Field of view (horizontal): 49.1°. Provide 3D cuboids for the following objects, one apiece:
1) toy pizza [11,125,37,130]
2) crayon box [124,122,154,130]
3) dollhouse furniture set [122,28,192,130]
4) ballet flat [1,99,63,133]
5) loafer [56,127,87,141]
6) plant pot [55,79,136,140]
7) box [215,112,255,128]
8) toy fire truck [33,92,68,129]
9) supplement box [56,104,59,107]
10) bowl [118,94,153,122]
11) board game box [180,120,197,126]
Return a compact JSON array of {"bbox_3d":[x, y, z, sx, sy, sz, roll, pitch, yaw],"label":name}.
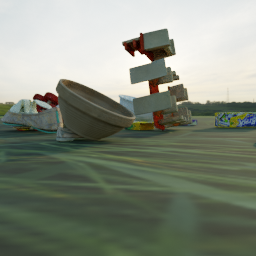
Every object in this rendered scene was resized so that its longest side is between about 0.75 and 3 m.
[{"bbox_3d":[-3.136,-0.028,9.062,1.212,0.192,1.212,-2,4,0],"label":"toy pizza"},{"bbox_3d":[0.409,-0.074,9.279,0.636,0.255,1.002,-2,3,-37],"label":"crayon box"},{"bbox_3d":[0.812,-1.400,8.750,1.533,2.943,2.976,-11,-11,21],"label":"dollhouse furniture set"},{"bbox_3d":[-2.818,-0.424,8.193,2.474,0.832,0.842,8,13,30],"label":"ballet flat"},{"bbox_3d":[-1.081,0.101,5.728,0.331,0.289,0.921,2,4,31],"label":"loafer"},{"bbox_3d":[-0.748,-0.277,5.663,1.681,0.776,1.681,26,12,-6],"label":"plant pot"},{"bbox_3d":[4.164,-0.306,10.587,1.640,0.574,0.527,0,3,0],"label":"box"},{"bbox_3d":[-2.708,-0.426,9.617,1.665,0.933,1.398,2,-35,42],"label":"toy fire truck"},{"bbox_3d":[-4.137,-0.927,16.408,2.363,1.196,1.221,-2,4,-29],"label":"supplement box"},{"bbox_3d":[0.526,-0.820,13.410,2.291,1.030,2.291,14,11,-3],"label":"bowl"},{"bbox_3d":[2.289,-0.276,13.058,1.207,0.325,2.011,4,2,-9],"label":"board game box"}]
